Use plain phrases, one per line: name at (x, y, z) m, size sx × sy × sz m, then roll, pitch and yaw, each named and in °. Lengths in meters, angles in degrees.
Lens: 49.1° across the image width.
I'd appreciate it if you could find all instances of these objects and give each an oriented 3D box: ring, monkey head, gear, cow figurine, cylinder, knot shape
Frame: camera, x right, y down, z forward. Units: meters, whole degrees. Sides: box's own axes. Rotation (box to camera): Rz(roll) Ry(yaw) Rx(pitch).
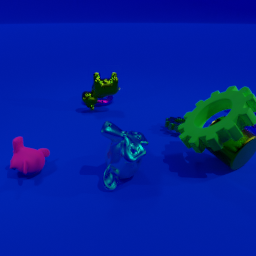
ring at (-1.202, -1.223, 11.327) m, size 1.232 × 0.246 × 1.232 m, roll 3°, pitch 30°, yaw -2°
monkey head at (-2.246, 0.627, 6.314) m, size 0.698 × 0.833 × 1.158 m, roll 3°, pitch 16°, yaw 10°
gear at (1.708, -0.093, 8.662) m, size 1.132 × 0.209 × 1.132 m, roll 6°, pitch 18°, yaw -2°
cow figurine at (-0.977, -1.286, 10.126) m, size 1.415 × 1.392 × 0.776 m, roll -3°, pitch 38°, yaw -8°
cylinder at (2.409, 0.341, 6.621) m, size 0.941 × 0.941 × 0.941 m, roll -15°, pitch 42°, yaw -32°
monkey head at (-0.216, 0.483, 6.184) m, size 1.227 × 1.028 × 1.706 m, roll 34°, pitch 36°, yaw -11°
gear at (2.039, -0.226, 6.468) m, size 1.858 × 0.344 × 1.858 m, roll -35°, pitch 21°, yaw 16°
knot shape at (3.663, -0.523, 8.615) m, size 1.815 × 0.839 × 1.699 m, roll 33°, pitch 15°, yaw -15°
